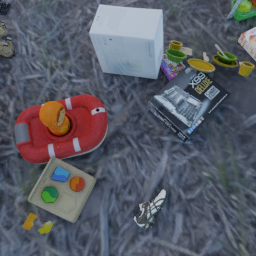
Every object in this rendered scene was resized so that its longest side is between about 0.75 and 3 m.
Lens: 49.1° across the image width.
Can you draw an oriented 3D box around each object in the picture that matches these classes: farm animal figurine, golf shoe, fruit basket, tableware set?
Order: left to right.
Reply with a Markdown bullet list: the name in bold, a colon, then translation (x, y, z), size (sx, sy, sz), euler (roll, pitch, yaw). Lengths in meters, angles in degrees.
- **farm animal figurine**: translation (-4.715, -3.029, 9.683), size (1.287, 0.801, 1.594), euler (-18, 63, -28)
- **golf shoe**: translation (0.627, 2.106, 7.565), size (0.580, 0.477, 1.228), euler (31, 69, 12)
- **tableware set**: translation (2.550, -2.236, 8.847), size (2.752, 0.422, 1.854), euler (16, 35, 2)
- **fruit basket**: translation (4.385, -4.605, 9.824), size (1.528, 1.650, 0.773), euler (-20, 69, -8)

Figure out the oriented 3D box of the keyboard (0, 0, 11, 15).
- **keyboard**: translation (-5.142, -4.699, 10.680), size (1.242, 0.159, 0.746), euler (9, 67, 3)

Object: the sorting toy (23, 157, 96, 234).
- **sorting toy**: translation (-1.846, 1.906, 7.424), size (1.432, 0.257, 1.923), euler (31, 70, -14)

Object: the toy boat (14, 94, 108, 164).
- **toy boat**: translation (-1.917, -0.148, 7.817), size (2.703, 1.767, 1.764), euler (-15, 68, -5)

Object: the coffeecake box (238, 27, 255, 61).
- **coffeecake box**: translation (4.577, -2.932, 9.771), size (0.864, 0.411, 1.125), euler (-28, 70, -12)

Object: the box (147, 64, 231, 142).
- **box**: translation (1.888, -0.847, 8.715), size (2.081, 0.518, 1.641), euler (-43, 80, -16)

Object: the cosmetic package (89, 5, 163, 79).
- **cosmetic package**: translation (0.057, -2.602, 8.690), size (1.922, 1.916, 1.181), euler (9, 68, 12)

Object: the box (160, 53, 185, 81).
- **box**: translation (1.489, -2.127, 9.536), size (0.694, 0.198, 1.014), euler (-24, 69, -12)
